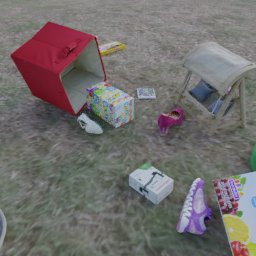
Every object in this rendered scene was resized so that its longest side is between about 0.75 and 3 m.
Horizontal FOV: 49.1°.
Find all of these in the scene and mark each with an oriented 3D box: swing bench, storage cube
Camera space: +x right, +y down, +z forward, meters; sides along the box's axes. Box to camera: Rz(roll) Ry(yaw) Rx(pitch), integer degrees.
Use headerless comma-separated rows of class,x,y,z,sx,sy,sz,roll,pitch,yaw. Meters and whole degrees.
swing bench,3.383,-1.639,11.107,1.771,2.729,2.715,-14,38,-18
storage cube,-2.777,-2.490,11.832,2.562,2.851,2.437,24,63,21

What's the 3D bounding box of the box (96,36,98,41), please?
box,-3.140,-4.462,16.137,2.757,1.415,1.305,3,36,3

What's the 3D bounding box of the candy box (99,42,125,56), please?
candy box,-1.255,-5.127,18.033,2.014,0.266,1.029,-28,42,-33

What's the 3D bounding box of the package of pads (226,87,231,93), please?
package of pads,4.516,-1.859,13.357,0.706,0.444,1.172,10,37,13

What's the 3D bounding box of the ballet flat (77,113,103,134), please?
ballet flat,-1.522,-0.085,10.952,0.533,0.533,1.536,-22,37,-27

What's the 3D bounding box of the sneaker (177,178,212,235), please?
sneaker,1.920,2.173,7.658,0.782,0.711,1.769,18,43,13

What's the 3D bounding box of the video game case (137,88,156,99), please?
video game case,0.861,-1.642,13.334,0.810,0.104,0.891,0,36,-4

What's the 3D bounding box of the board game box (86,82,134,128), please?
board game box,-0.762,-1.011,11.674,1.014,1.032,1.968,-27,44,-33

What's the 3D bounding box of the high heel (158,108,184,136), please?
high heel,1.737,-0.545,11.116,0.659,0.939,1.957,24,42,29

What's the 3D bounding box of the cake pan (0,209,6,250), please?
cake pan,-4.202,2.840,6.863,2.390,0.438,2.390,0,36,0

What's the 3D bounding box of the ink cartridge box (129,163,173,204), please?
ink cartridge box,0.700,1.659,8.469,1.118,0.464,0.819,30,45,34

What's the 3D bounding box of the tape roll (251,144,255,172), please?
tape roll,5.353,1.156,9.058,2.514,0.604,2.514,0,35,0

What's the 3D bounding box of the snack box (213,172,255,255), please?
snack box,3.530,2.281,6.630,2.365,0.949,2.805,-15,35,14
